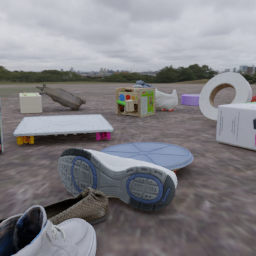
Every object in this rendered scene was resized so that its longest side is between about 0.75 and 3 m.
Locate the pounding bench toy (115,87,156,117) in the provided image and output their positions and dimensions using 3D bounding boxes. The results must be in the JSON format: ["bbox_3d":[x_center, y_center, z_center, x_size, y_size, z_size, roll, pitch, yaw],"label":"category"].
[{"bbox_3d":[0.046,-0.921,9.845,1.219,0.970,1.562,8,13,35],"label":"pounding bench toy"}]

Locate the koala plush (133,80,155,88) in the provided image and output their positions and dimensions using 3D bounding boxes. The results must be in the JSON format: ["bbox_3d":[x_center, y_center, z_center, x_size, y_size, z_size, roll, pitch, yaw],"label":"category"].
[{"bbox_3d":[0.576,-1.486,12.541,1.227,1.184,1.335,20,15,30],"label":"koala plush"}]

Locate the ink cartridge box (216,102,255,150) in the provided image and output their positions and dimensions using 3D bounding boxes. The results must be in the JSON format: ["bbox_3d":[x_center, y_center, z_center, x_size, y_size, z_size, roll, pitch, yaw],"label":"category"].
[{"bbox_3d":[2.954,-0.014,5.426,1.404,0.814,1.939,-7,13,-34],"label":"ink cartridge box"}]

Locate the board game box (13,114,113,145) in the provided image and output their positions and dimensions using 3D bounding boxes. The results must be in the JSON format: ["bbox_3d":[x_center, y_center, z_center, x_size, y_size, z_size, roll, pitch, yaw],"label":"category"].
[{"bbox_3d":[-1.519,-0.016,6.717,2.027,0.262,2.027,-3,12,-13],"label":"board game box"}]

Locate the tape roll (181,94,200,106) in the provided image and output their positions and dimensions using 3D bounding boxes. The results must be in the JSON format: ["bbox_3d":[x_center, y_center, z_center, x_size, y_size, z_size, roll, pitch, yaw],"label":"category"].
[{"bbox_3d":[3.331,-1.388,13.735,1.387,0.455,1.387,1,11,0],"label":"tape roll"}]

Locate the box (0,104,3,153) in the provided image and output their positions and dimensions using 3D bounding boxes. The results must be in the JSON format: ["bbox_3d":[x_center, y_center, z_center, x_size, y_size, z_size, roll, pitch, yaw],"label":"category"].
[{"bbox_3d":[-2.888,-0.408,4.850,1.223,1.787,0.356,-2,6,-7],"label":"box"}]

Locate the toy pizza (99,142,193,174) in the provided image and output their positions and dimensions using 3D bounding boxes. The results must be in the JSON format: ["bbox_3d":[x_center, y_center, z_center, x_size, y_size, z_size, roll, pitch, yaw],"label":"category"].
[{"bbox_3d":[0.247,0.492,4.339,1.494,0.237,1.494,-1,10,0],"label":"toy pizza"}]

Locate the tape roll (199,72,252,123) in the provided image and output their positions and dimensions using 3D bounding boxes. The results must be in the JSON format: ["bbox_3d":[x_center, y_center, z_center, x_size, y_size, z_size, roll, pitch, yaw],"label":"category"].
[{"bbox_3d":[2.713,-0.862,7.894,0.271,1.486,1.486,25,-9,-42],"label":"tape roll"}]

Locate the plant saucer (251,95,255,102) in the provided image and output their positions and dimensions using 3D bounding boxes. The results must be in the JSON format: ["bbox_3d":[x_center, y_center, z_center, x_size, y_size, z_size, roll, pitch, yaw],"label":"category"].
[{"bbox_3d":[4.396,-0.724,8.435,2.317,0.426,2.322,-2,-8,-13],"label":"plant saucer"}]

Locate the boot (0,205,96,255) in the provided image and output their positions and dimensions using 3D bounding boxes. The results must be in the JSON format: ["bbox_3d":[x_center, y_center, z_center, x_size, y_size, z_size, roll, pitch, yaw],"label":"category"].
[{"bbox_3d":[-0.531,0.779,1.883,0.443,0.575,1.203,2,11,12],"label":"boot"}]

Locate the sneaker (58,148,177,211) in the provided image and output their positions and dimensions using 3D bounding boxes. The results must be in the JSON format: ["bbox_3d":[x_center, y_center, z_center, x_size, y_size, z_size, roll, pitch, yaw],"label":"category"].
[{"bbox_3d":[-0.145,0.588,3.351,1.544,0.575,0.672,12,4,23],"label":"sneaker"}]

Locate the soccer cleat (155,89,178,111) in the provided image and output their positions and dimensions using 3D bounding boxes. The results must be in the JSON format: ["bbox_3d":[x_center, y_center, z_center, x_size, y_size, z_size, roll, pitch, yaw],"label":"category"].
[{"bbox_3d":[0.879,-1.176,11.416,2.302,0.893,0.798,3,11,16],"label":"soccer cleat"}]

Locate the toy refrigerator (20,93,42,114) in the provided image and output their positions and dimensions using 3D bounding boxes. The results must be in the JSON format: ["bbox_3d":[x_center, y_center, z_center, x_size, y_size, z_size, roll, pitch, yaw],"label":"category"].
[{"bbox_3d":[-3.961,-1.073,11.332,0.778,0.717,2.049,-4,12,-20],"label":"toy refrigerator"}]

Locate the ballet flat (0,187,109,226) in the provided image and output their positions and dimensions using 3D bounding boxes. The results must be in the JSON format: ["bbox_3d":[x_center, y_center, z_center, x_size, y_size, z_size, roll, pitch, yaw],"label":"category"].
[{"bbox_3d":[-0.765,0.798,2.494,1.352,0.313,0.455,-7,13,-33],"label":"ballet flat"}]

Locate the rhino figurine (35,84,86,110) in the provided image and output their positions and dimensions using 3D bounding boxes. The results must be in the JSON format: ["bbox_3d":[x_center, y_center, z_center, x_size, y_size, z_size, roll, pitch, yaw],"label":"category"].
[{"bbox_3d":[-2.786,-1.306,11.427,2.083,0.623,0.911,23,8,-4],"label":"rhino figurine"}]
